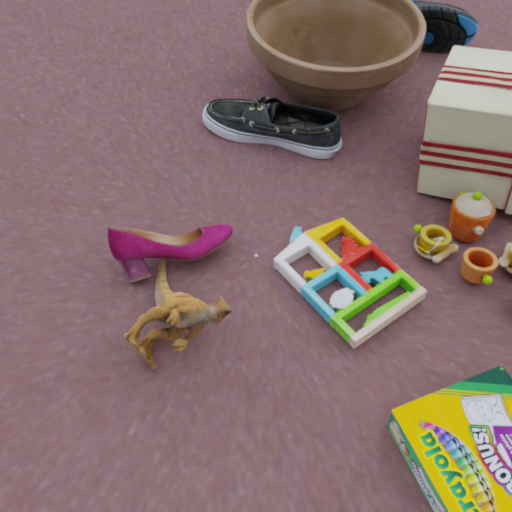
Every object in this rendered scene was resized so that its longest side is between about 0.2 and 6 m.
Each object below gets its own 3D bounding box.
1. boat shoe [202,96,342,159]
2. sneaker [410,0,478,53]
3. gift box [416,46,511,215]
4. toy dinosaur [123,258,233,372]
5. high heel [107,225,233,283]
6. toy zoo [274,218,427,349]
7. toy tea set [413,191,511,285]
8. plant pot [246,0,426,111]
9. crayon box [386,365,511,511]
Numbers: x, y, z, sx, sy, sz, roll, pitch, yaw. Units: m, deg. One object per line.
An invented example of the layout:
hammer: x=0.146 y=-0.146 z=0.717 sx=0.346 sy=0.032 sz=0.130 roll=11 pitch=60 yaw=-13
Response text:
boat shoe: x=0.272 y=-2.383 z=9.676 sx=2.547 sy=0.721 sz=0.874 roll=16 pitch=54 yaw=12
sneaker: x=3.157 y=-4.937 z=11.473 sx=2.700 sy=0.988 sz=1.106 roll=12 pitch=53 yaw=9
gift box: x=3.659 y=-1.756 z=8.501 sx=2.022 sy=1.998 sz=2.165 roll=14 pitch=57 yaw=21
toy dinosaur: x=-1.068 y=0.714 z=7.229 sx=1.369 sy=0.778 sz=2.577 roll=-44 pitch=29 yaw=-16
high heel: x=-1.188 y=-0.300 z=7.919 sx=1.725 sy=0.829 sz=0.581 roll=-25 pitch=22 yaw=-18
toy zoo: x=1.195 y=0.217 z=7.961 sx=1.339 sy=0.209 sz=2.041 roll=-30 pitch=56 yaw=-20
toy tea set: x=3.333 y=-0.154 z=7.804 sx=1.273 sy=0.792 sz=2.141 roll=-33 pitch=54 yaw=-28
plant pot: x=1.373 y=-3.711 z=10.249 sx=3.117 sy=1.439 sz=3.117 roll=0 pitch=53 yaw=0
crayon box: x=2.559 y=2.298 z=6.212 sx=1.520 sy=0.513 sz=1.762 roll=-18 pitch=55 yaw=-13
